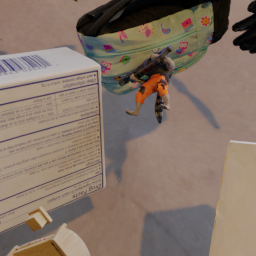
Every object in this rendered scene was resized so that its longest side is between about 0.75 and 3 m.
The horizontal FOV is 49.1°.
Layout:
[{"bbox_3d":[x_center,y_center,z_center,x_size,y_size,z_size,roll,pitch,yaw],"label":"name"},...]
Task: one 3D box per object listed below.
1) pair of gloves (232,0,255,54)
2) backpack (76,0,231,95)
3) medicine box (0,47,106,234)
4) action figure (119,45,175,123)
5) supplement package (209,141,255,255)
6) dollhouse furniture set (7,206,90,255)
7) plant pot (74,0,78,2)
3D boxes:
[{"bbox_3d":[2.500,-2.586,5.212,0.282,2.032,2.281,-26,95,-21],"label":"pair of gloves"},{"bbox_3d":[0.359,-1.763,5.231,2.512,1.590,2.096,-25,30,-8],"label":"backpack"},{"bbox_3d":[-1.564,0.161,4.318,2.125,2.333,1.201,-18,35,-30],"label":"medicine box"},{"bbox_3d":[0.347,-0.680,4.408,0.629,1.202,1.163,32,61,-27],"label":"action figure"},{"bbox_3d":[1.994,1.145,3.293,1.244,1.691,1.617,4,78,46],"label":"supplement package"},{"bbox_3d":[-0.883,1.550,3.398,1.488,1.269,0.727,57,27,-11],"label":"dollhouse furniture set"},{"bbox_3d":[-1.487,-3.627,6.660,0.791,0.773,0.768,9,51,-10],"label":"plant pot"}]
